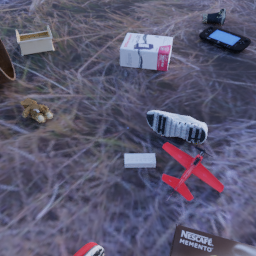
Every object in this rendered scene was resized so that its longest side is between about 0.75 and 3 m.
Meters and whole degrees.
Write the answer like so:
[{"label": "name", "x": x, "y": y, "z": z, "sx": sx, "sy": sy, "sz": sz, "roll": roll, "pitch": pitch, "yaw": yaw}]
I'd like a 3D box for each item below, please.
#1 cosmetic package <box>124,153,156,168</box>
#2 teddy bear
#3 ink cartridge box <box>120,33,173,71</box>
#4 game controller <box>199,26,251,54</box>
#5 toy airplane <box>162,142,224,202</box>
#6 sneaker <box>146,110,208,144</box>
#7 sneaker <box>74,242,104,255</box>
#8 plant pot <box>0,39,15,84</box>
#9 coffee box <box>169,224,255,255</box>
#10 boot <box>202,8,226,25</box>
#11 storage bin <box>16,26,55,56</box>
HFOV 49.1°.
[{"label": "cosmetic package", "x": 0.290, "y": 0.795, "z": 6.806, "sx": 0.751, "sy": 0.190, "sz": 0.310, "roll": 0, "pitch": 44, "yaw": 0}, {"label": "teddy bear", "x": -2.621, "y": -0.459, "z": 8.017, "sx": 1.036, "sy": 0.346, "sz": 0.751, "roll": 21, "pitch": 46, "yaw": 13}, {"label": "ink cartridge box", "x": 0.660, "y": -2.753, "z": 10.073, "sx": 1.728, "sy": 0.729, "sz": 1.251, "roll": 8, "pitch": 45, "yaw": 9}, {"label": "game controller", "x": 3.815, "y": -3.528, "z": 11.108, "sx": 1.010, "sy": 0.408, "sz": 1.936, "roll": -34, "pitch": 53, "yaw": -31}, {"label": "toy airplane", "x": 1.328, "y": 0.969, "z": 6.247, "sx": 1.705, "sy": 0.314, "sz": 1.705, "roll": 7, "pitch": 53, "yaw": -10}, {"label": "sneaker", "x": 1.311, "y": -0.097, "z": 7.513, "sx": 1.688, "sy": 0.634, "sz": 0.684, "roll": 20, "pitch": 34, "yaw": 17}, {"label": "sneaker", "x": -1.477, "y": 2.610, "z": 4.434, "sx": 2.491, "sy": 0.959, "sz": 1.058, "roll": -34, "pitch": 49, "yaw": -30}, {"label": "plant pot", "x": -5.314, "y": -2.077, "z": 8.437, "sx": 2.713, "sy": 2.536, "sz": 2.536, "roll": -25, "pitch": 48, "yaw": -5}, {"label": "coffee box", "x": 1.573, "y": 2.479, "z": 4.677, "sx": 1.837, "sy": 0.732, "sz": 1.050, "roll": 13, "pitch": 46, "yaw": 13}, {"label": "boot", "x": 3.885, "y": -5.079, "z": 12.666, "sx": 0.990, "sy": 0.473, "sz": 1.311, "roll": 8, "pitch": 44, "yaw": 12}, {"label": "storage bin", "x": -3.611, "y": -3.448, "z": 10.895, "sx": 1.255, "sy": 0.588, "sz": 1.246, "roll": -14, "pitch": 46, "yaw": -14}]
